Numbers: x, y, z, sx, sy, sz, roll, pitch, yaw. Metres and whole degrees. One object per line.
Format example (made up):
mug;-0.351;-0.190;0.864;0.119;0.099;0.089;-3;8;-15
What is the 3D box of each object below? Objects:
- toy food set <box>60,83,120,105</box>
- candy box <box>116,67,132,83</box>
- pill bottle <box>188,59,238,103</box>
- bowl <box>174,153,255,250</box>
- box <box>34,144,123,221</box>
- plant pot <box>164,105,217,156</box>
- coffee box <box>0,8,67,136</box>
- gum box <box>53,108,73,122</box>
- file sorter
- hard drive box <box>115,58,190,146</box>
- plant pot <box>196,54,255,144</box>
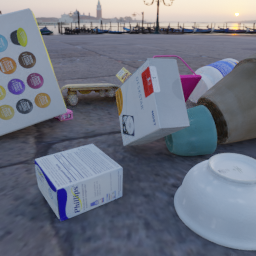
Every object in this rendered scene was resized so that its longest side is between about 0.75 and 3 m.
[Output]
toy food set;-1.518;-1.376;11.362;2.606;0.787;1.870;-3;11;-10
candy box;0.261;-1.686;11.145;1.090;0.522;1.888;39;9;-29
pill bottle;3.469;-1.862;11.290;2.592;1.453;1.453;-24;32;-37
bowl;1.888;1.070;5.028;2.048;0.920;2.048;0;22;0
box;-0.969;0.983;5.494;1.332;0.699;1.225;-14;27;-31
plant pot;1.462;0.131;6.989;1.005;1.252;1.252;-11;24;-7
coffee box;-3.818;-1.732;8.439;2.920;2.948;2.953;-20;26;-13
gum box;-2.298;-0.491;9.590;0.490;0.285;0.863;-18;28;-39
file sorter;1.079;-1.194;8.585;1.249;1.797;1.127;-10;54;-34
hard drive box;0.474;-0.517;6.660;0.760;1.543;1.980;-4;-13;-25
plant pot;3.135;-0.587;7.709;2.074;2.390;2.390;-25;29;-14
